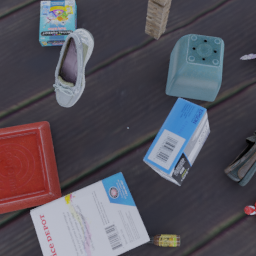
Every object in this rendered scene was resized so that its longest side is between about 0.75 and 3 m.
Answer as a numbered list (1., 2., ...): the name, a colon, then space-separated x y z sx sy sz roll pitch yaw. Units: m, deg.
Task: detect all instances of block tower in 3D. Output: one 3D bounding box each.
1. block tower: 0.894 -3.431 8.338 0.519 1.922 0.556 31 77 9

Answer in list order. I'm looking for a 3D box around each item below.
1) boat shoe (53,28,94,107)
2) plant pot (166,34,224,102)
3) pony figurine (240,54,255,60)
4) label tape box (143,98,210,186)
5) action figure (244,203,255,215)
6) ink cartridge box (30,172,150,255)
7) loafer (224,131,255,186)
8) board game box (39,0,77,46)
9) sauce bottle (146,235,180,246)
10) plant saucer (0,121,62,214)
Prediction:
1. boat shoe: -1.450 -1.389 6.930 0.784 2.127 0.682 32 34 7
2. plant pot: 2.482 -2.249 9.903 1.862 1.902 1.867 9 74 2
3. pony figurine: 5.460 -2.854 10.433 1.962 1.692 2.032 -16 67 -38
4. label tape box: 1.455 0.551 7.501 0.818 2.474 1.772 26 81 28
5. action figure: 5.286 2.549 8.773 2.988 1.479 0.975 -2 73 2
6. ink cartridge box: -1.048 2.863 8.333 2.730 1.993 2.003 -22 75 -6
7. loafer: 4.282 0.684 9.578 0.831 0.949 2.642 33 78 15
8. board game box: -2.788 -4.225 11.248 1.384 0.430 1.833 -3 74 -1
9. sauce bottle: 1.109 3.610 8.987 1.103 0.357 0.357 -1 74 2
10. plant saucer: -3.836 1.292 9.222 2.821 0.518 2.816 -10 81 -12
